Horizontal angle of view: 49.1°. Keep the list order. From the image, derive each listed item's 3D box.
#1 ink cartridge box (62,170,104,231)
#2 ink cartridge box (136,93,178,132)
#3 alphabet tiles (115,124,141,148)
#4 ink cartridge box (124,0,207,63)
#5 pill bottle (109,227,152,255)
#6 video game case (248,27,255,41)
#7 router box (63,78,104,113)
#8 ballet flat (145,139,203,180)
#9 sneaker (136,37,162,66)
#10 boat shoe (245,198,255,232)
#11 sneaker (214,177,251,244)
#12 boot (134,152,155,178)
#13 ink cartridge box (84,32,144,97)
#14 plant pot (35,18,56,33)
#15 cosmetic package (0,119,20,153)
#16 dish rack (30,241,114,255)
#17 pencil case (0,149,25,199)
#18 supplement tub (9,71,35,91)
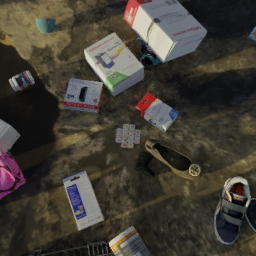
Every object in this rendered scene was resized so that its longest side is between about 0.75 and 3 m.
[{"bbox_3d":[-1.562,2.484,9.735,0.887,0.347,1.872,-21,73,-7],"label":"ink cartridge box"},{"bbox_3d":[1.099,-0.605,10.839,1.445,0.486,0.840,36,73,13],"label":"ink cartridge box"},{"bbox_3d":[0.004,0.303,10.716,0.929,0.069,0.950,5,69,2],"label":"alphabet tiles"},{"bbox_3d":[1.507,-4.270,11.591,2.072,1.170,2.824,-26,70,-31],"label":"ink cartridge box"},{"bbox_3d":[0.223,4.070,8.781,0.976,0.976,1.677,-31,71,-11],"label":"pill bottle"},{"bbox_3d":[5.826,-4.175,12.440,0.617,0.077,0.862,33,72,12],"label":"video game case"},{"bbox_3d":[-1.764,-1.298,11.187,1.372,0.335,1.232,7,69,3],"label":"router box"},{"bbox_3d":[1.653,1.091,10.154,2.333,0.541,0.786,33,72,12],"label":"ballet flat"},{"bbox_3d":[0.728,-3.132,11.775,1.493,0.624,0.902,41,65,13],"label":"sneaker"},{"bbox_3d":[4.934,3.437,9.092,1.031,0.860,2.764,-34,71,-10],"label":"boat shoe"},{"bbox_3d":[3.483,2.695,9.364,0.891,0.903,2.273,15,71,4],"label":"sneaker"},{"bbox_3d":[0.704,1.315,10.200,0.885,0.327,0.725,25,70,13],"label":"boot"},{"bbox_3d":[-0.564,-2.593,11.374,1.527,0.920,2.102,-33,70,-10],"label":"ink cartridge box"},{"bbox_3d":[-3.573,-4.447,12.226,0.852,0.852,0.574,1,107,0],"label":"plant pot"},{"bbox_3d":[-5.427,0.035,10.315,2.384,1.011,1.283,27,69,11],"label":"cosmetic package"},{"bbox_3d":[-1.712,4.736,8.677,2.811,0.767,2.156,-9,71,-5],"label":"dish rack"},{"bbox_3d":[-5.063,1.984,9.319,2.987,1.399,1.356,-33,47,-10],"label":"pencil case"},{"bbox_3d":[-4.262,-1.887,11.277,0.842,0.591,0.591,-28,71,-10],"label":"supplement tub"}]
